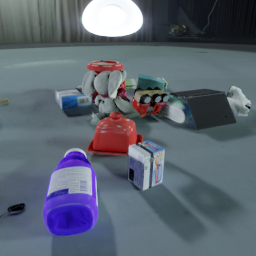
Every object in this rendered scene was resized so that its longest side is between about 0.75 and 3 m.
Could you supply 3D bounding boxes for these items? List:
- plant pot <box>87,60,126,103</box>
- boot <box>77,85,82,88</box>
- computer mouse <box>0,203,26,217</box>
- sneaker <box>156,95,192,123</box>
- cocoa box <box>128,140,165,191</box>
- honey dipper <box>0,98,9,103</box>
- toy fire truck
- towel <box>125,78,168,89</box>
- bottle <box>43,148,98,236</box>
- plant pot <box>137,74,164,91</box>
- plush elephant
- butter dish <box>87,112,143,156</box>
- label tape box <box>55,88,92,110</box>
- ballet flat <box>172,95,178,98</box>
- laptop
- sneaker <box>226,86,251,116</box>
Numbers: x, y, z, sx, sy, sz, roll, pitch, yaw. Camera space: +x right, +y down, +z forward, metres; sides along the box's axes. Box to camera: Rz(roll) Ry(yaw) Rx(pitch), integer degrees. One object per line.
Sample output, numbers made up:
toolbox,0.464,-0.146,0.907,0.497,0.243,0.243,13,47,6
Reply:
plant pot,-1.150,-2.499,14.796,2.154,1.961,2.154,1,20,-1
boot,-2.506,-2.447,16.714,1.012,0.372,0.484,1,28,5
computer mouse,-2.801,1.882,6.164,0.320,0.186,1.093,19,28,41
sneaker,2.017,-1.092,12.534,1.509,0.942,2.558,-23,41,-34
cocoa box,0.469,0.958,7.316,0.679,1.034,0.690,-14,27,-33
honey dipper,-6.816,-1.149,13.487,0.425,0.425,2.239,16,25,35
toy fire truck,0.592,-0.679,9.025,1.094,1.242,0.799,-8,37,-32
towel,1.025,-2.796,17.736,2.708,0.416,2.020,-3,20,-1
bottle,-1.296,1.324,6.628,1.106,0.864,2.647,-6,22,-7
plant pot,1.247,-2.329,15.684,1.463,1.034,1.033,9,22,0
plush elephant,-0.669,-1.493,11.795,2.341,2.200,2.842,20,29,36
butter dish,-0.398,0.081,9.211,1.700,1.260,1.704,3,22,9
label tape box,-2.853,-1.626,14.273,1.523,0.668,2.112,-9,24,-22
ballet flat,2.005,-1.199,13.555,1.645,0.611,0.611,-21,30,-37
laptop,3.165,-0.893,12.014,1.999,1.237,2.135,-9,17,-21
sneaker,5.033,-1.127,12.910,1.176,1.006,2.701,16,34,18
